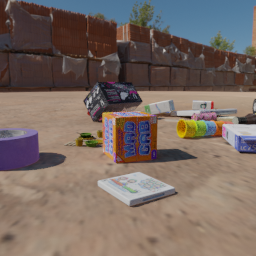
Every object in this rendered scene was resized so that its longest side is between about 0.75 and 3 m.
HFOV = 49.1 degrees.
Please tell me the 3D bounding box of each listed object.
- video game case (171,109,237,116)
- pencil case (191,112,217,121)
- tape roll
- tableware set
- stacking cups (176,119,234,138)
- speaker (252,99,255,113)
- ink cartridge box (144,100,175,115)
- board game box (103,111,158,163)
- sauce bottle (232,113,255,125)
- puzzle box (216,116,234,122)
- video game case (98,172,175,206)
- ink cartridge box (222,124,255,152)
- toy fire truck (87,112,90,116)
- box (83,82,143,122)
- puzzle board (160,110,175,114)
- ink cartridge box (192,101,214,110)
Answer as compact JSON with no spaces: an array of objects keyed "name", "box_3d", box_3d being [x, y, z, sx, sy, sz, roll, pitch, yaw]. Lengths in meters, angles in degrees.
[{"name":"video game case","box_3d":[3.576,-0.754,13.463,2.144,0.275,2.358,-4,5,-23]},{"name":"pencil case","box_3d":[3.220,-0.441,11.825,1.060,0.459,0.439,-2,-20,-16]},{"name":"tape roll","box_3d":[-2.699,0.420,6.074,1.469,0.624,1.469,0,10,0]},{"name":"tableware set","box_3d":[-1.108,0.276,8.122,1.030,0.235,1.530,3,9,14]},{"name":"stacking cups","box_3d":[2.506,0.032,8.936,1.943,0.588,0.588,1,8,-24]},{"name":"speaker","box_3d":[7.481,-1.028,13.967,2.195,0.891,0.891,2,10,8]},{"name":"ink cartridge box","box_3d":[1.602,-1.025,14.124,1.314,0.575,0.955,-12,4,23]},{"name":"board game box","box_3d":[0.020,0.165,6.460,0.988,0.987,0.988,-4,10,-21]},{"name":"sauce bottle","box_3d":[4.751,-0.262,10.393,1.815,0.599,0.599,-6,11,-16]},{"name":"puzzle box","box_3d":[4.200,-0.427,12.556,1.195,0.152,0.795,5,11,28]},{"name":"video game case","box_3d":[0.114,0.941,4.487,0.867,0.113,0.953,-6,11,-33]},{"name":"ink cartridge box","box_3d":[3.444,0.267,7.405,1.430,0.503,2.397,1,6,8]},{"name":"toy fire truck","box_3d":[-1.382,-0.794,13.536,1.008,0.673,1.201,19,4,-14]},{"name":"box","box_3d":[-0.652,-1.153,12.390,2.081,1.194,1.375,-8,-27,-44]},{"name":"puzzle board","box_3d":[1.897,-0.890,15.452,1.116,0.129,1.481,4,11,18]},{"name":"ink cartridge box","box_3d":[4.737,-1.375,17.096,1.546,0.520,0.898,3,10,13]}]
